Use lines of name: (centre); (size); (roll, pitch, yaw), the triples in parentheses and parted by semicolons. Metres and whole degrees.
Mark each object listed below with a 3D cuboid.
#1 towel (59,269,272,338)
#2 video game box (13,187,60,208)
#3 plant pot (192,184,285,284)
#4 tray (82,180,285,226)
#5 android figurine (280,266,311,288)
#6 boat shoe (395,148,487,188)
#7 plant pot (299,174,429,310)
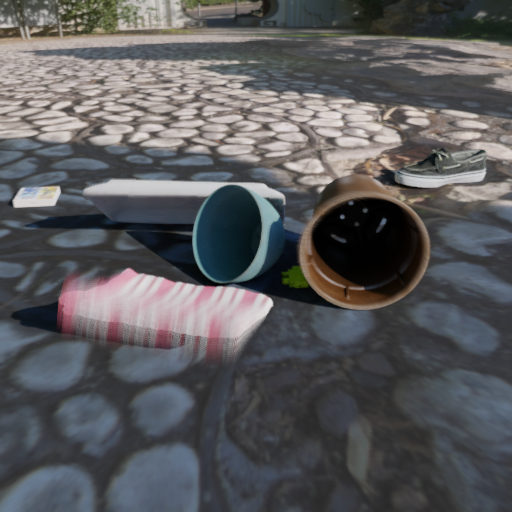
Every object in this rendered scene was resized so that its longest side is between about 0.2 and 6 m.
towel: (-1.229, 0.668, 8.304); (2.668, 0.399, 1.952); (7, 10, 14)
video game box: (-5.153, -1.392, 13.180); (0.897, 0.210, 0.818); (-4, 30, -7)
plant pot: (-0.146, -0.316, 9.845); (1.135, 1.685, 1.685); (9, 13, -47)
tray: (-1.292, -1.063, 11.057); (3.729, 0.413, 2.002); (2, -11, 3)
android figurine: (0.794, 0.380, 9.810); (0.725, 0.149, 0.660); (-1, 27, 1)
boat shoe: (4.678, -2.313, 14.203); (2.516, 0.892, 0.907); (-9, 29, -17)
plant pot: (1.696, -0.414, 9.401); (1.955, 1.955, 1.935); (2, 24, 3)
